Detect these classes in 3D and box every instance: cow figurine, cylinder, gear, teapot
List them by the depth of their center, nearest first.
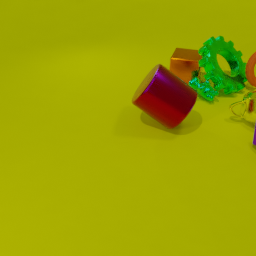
[{"bbox_3d":[0.970,-0.840,7.559,1.289,1.289,1.289,34,37,-11],"label":"cylinder"},{"bbox_3d":[3.845,-0.732,7.814,2.030,0.994,1.262,-15,17,7],"label":"teapot"},{"bbox_3d":[2.422,-1.263,9.131,0.527,0.959,0.944,-45,5,-2],"label":"cow figurine"},{"bbox_3d":[3.216,-2.114,9.372,1.972,0.365,1.972,10,68,-27],"label":"gear"}]

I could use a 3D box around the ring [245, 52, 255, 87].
[{"bbox_3d":[4.524,-1.988,9.307,1.336,1.336,0.267,-8,20,-10],"label":"ring"}]

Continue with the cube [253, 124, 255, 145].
[{"bbox_3d":[3.667,0.105,6.794,0.795,0.795,0.795,-1,12,-19],"label":"cube"}]

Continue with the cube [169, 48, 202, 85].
[{"bbox_3d":[2.059,-2.135,9.923,1.023,1.023,1.023,11,38,15],"label":"cube"}]
